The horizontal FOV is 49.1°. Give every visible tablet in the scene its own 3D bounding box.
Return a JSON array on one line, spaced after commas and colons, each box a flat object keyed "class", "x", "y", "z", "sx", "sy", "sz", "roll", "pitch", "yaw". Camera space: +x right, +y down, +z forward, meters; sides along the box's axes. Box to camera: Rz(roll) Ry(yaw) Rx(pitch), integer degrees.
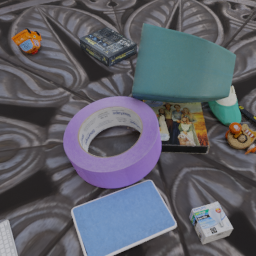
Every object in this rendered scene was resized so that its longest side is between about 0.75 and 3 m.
[{"class": "tablet", "x": -0.126, "y": 2.286, "z": 7.118, "sx": 2.358, "sy": 0.161, "sz": 1.534, "roll": -17, "pitch": 49, "yaw": -16}]

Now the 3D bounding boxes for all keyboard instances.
[{"class": "keyboard", "x": -2.710, "y": 3.313, "z": 6.165, "sx": 0.748, "sy": 0.142, "sz": 2.657, "roll": -22, "pitch": 50, "yaw": -19}]

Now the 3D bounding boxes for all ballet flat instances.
[{"class": "ballet flat", "x": 3.256, "y": -1.326, "z": 9.949, "sx": 0.953, "sy": 0.996, "sz": 2.831, "roll": -6, "pitch": 47, "yaw": -4}]

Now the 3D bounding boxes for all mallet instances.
[{"class": "mallet", "x": 4.530, "y": -0.115, "z": 9.252, "sx": 0.751, "sy": 0.469, "sz": 2.279, "roll": -15, "pitch": 45, "yaw": -14}]

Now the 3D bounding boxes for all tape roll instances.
[{"class": "tape roll", "x": -0.428, "y": 0.330, "z": 8.142, "sx": 2.731, "sy": 0.896, "sz": 2.731, "roll": -7, "pitch": 49, "yaw": 8}]

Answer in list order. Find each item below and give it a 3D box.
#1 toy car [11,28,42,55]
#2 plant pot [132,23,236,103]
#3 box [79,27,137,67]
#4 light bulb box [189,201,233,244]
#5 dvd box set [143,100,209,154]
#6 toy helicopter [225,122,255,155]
[{"class": "toy car", "x": -5.115, "y": -3.329, "z": 12.265, "sx": 2.895, "sy": 1.420, "sz": 0.963, "roll": -27, "pitch": 95, "yaw": -2}, {"class": "plant pot", "x": 1.677, "y": -1.751, "z": 8.700, "sx": 2.824, "sy": 1.996, "sz": 1.995, "roll": 9, "pitch": 91, "yaw": 3}, {"class": "box", "x": -0.889, "y": -3.661, "z": 12.470, "sx": 1.648, "sy": 0.533, "sz": 2.089, "roll": -34, "pitch": 56, "yaw": -29}, {"class": "light bulb box", "x": 2.019, "y": 2.317, "z": 6.875, "sx": 0.744, "sy": 0.469, "sz": 0.751, "roll": -13, "pitch": 48, "yaw": -12}, {"class": "dvd box set", "x": 1.508, "y": -0.363, "z": 9.435, "sx": 2.046, "sy": 0.411, "sz": 2.796, "roll": 2, "pitch": 47, "yaw": 2}, {"class": "toy helicopter", "x": 3.874, "y": 0.309, "z": 8.676, "sx": 1.535, "sy": 0.605, "sz": 1.015, "roll": -10, "pitch": 59, "yaw": -3}]
